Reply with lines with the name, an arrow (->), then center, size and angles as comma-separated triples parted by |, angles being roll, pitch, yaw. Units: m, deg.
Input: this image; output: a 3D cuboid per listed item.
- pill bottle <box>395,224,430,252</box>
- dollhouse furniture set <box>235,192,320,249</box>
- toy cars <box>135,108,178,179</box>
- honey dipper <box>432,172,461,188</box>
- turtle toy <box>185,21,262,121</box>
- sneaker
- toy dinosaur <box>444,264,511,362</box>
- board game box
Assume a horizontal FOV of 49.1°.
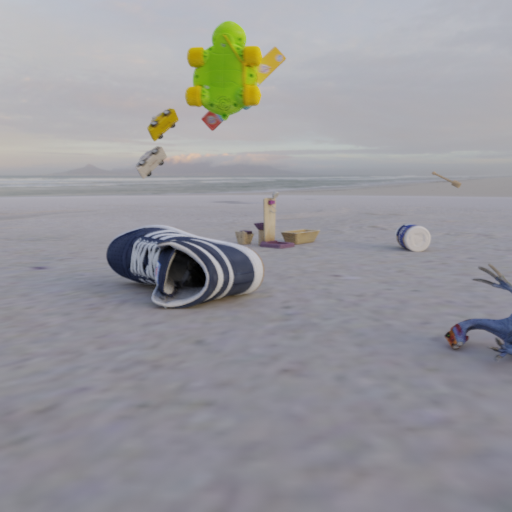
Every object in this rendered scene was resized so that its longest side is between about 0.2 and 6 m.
pill bottle -> 3.278, -0.406, 11.874 | 0.540, 0.540, 0.972 | 0, 8, -2
dollhouse furniture set -> 0.560, -0.883, 12.881 | 1.348, 1.208, 1.702 | 7, 10, 41
toy cars -> -1.666, -1.858, 9.147 | 0.271, 1.224, 0.549 | 31, 19, 31
honey dipper -> 4.417, -1.791, 13.060 | 0.735, 0.140, 0.140 | 35, 27, 32
turtle toy -> -0.566, -3.609, 10.897 | 1.453, 1.994, 1.008 | 2, -1, 7
sneaker -> -1.254, 0.095, 7.148 | 2.440, 0.855, 1.324 | 7, 9, 27
toy dinosaur -> 2.246, 0.742, 4.622 | 1.365, 0.717, 1.239 | 39, -19, -11
board game box -> -0.303, -4.023, 13.496 | 1.539, 0.406, 2.011 | -28, 20, 54
